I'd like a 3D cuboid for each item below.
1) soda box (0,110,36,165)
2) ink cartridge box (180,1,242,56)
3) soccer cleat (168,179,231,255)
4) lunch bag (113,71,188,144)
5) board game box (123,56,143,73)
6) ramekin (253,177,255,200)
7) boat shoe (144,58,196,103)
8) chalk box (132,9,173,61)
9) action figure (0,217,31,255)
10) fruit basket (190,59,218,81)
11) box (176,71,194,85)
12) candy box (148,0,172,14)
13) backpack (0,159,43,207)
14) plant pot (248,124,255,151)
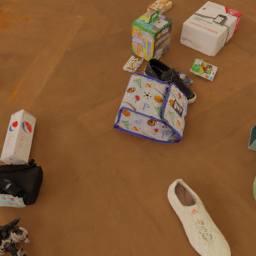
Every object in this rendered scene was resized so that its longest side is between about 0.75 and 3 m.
[{"bbox_3d":[-3.906,0.348,10.063,0.639,0.683,2.007,-22,49,21],"label":"soda box"},{"bbox_3d":[4.157,-5.030,14.062,1.949,1.119,2.683,31,58,22],"label":"ink cartridge box"},{"bbox_3d":[2.008,2.694,8.178,0.912,1.021,2.633,-24,56,-17],"label":"soccer cleat"},{"bbox_3d":[1.008,-0.723,10.538,2.517,1.559,2.140,21,53,-3],"label":"lunch bag"},{"bbox_3d":[0.255,-2.974,13.087,0.592,0.162,0.937,21,55,16],"label":"board game box"},{"bbox_3d":[5.168,1.914,8.661,2.449,1.196,2.449,0,52,0],"label":"ramekin"},{"bbox_3d":[1.748,-2.024,11.921,1.041,0.869,2.790,-32,61,-24],"label":"boat shoe"},{"bbox_3d":[1.085,-4.406,12.897,1.365,2.205,1.372,35,60,24],"label":"chalk box"},{"bbox_3d":[-3.216,3.327,7.593,2.400,1.225,1.426,38,69,23],"label":"action figure"},{"bbox_3d":[3.441,-2.682,12.660,1.085,0.508,1.005,23,56,13],"label":"fruit basket"},{"bbox_3d":[2.419,-2.162,12.471,0.555,0.148,0.916,-30,57,-21],"label":"box"},{"bbox_3d":[1.816,-6.910,15.996,0.759,0.364,1.314,35,60,24],"label":"candy box"},{"bbox_3d":[-3.700,1.812,8.781,1.790,1.133,1.493,1,37,1],"label":"backpack"},{"bbox_3d":[5.107,0.305,10.081,1.038,1.019,1.017,21,55,7],"label":"plant pot"}]
